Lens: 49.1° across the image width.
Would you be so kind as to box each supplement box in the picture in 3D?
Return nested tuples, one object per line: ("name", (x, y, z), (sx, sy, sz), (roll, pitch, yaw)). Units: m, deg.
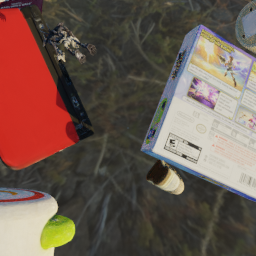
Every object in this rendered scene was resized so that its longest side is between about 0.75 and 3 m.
("supplement box", (-3.075, -3.291, 7.151), (1.432, 2.596, 1.112), (-25, 77, -29))

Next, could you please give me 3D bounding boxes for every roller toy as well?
("roller toy", (-2.162, 1.772, 4.184), (2.246, 2.049, 1.570), (-2, 81, 42))

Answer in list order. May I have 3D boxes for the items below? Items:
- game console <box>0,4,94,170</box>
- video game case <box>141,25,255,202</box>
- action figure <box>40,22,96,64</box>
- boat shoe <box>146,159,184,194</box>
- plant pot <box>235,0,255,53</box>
("game console", (-1.968, -0.800, 5.647), (1.635, 2.374, 2.755), (-24, 94, -11))
("video game case", (1.871, -0.172, 5.211), (2.652, 0.603, 2.403), (25, 79, -15))
("action figure", (-0.898, -1.215, 4.097), (0.823, 0.420, 0.489), (33, 73, 19))
("boat shoe", (0.669, 0.899, 5.093), (0.435, 1.340, 0.483), (37, 87, -5))
("plant pot", (2.784, -1.812, 4.999), (1.608, 1.506, 1.506), (-7, 62, -23))
